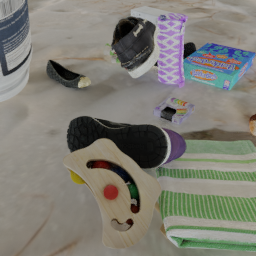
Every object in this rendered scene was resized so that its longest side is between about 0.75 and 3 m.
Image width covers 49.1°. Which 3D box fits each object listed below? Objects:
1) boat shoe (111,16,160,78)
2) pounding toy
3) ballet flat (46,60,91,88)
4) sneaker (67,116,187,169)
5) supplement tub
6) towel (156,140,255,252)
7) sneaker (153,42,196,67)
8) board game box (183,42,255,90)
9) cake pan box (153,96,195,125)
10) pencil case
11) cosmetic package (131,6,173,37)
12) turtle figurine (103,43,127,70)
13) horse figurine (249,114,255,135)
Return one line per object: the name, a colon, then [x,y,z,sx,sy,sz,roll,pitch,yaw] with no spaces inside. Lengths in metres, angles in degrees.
boat shoe: [0.070,-1.978,6.004,0.970,0.792,2.625,-32,30,24]
pounding toy: [-0.173,1.307,4.852,2.206,1.265,1.261,40,71,11]
ballet flat: [-1.997,-1.725,9.097,1.921,0.546,0.639,23,43,28]
sneaker: [-0.104,0.355,6.105,2.793,1.058,1.223,8,3,37]
supplement tub: [-2.845,-1.997,5.119,2.006,2.858,2.006,7,55,-10]
towel: [1.676,0.993,5.215,2.286,0.351,2.997,1,26,3]
sneaker: [1.565,-2.684,10.457,1.866,0.657,0.872,-20,12,-9]
board game box: [3.139,-2.244,9.790,1.833,0.542,2.410,23,43,27]
cake pan box: [1.264,-0.488,7.719,0.844,0.240,0.917,24,43,32]
pencil case: [1.406,-2.441,8.717,0.948,2.217,0.930,26,45,37]
cosmetic package: [0.924,-3.900,11.193,1.501,1.496,0.922,29,45,33]
turtle figurine: [0.112,-2.760,9.805,1.685,1.738,1.251,15,21,31]
horse figurine: [3.435,0.068,6.859,0.985,0.371,1.486,-9,38,-11]
